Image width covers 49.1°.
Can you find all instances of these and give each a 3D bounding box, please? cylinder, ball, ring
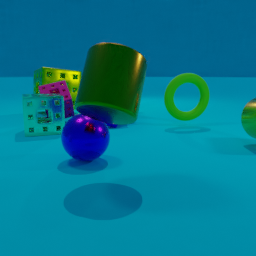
[{"bbox_3d":[-0.213,-0.553,3.700,0.823,0.823,0.823,11,-14,3],"label":"cylinder"},{"bbox_3d":[2.777,-0.179,5.346,0.898,0.898,0.898,0,3,-1],"label":"cylinder"},{"bbox_3d":[-0.696,0.150,4.620,0.797,0.797,0.797,0,11,0],"label":"ball"},{"bbox_3d":[1.576,-0.815,7.466,1.284,1.284,0.257,-3,14,-12],"label":"ring"}]

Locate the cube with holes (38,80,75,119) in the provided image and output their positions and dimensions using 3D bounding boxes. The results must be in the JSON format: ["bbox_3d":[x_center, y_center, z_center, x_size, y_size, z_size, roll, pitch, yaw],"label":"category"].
[{"bbox_3d":[-2.050,-0.763,8.081,0.768,0.768,0.768,-17,57,-15],"label":"cube with holes"}]

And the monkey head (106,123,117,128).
[{"bbox_3d":[-0.431,-0.355,7.775,1.343,0.966,0.809,14,-25,-7],"label":"monkey head"}]

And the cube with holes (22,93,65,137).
[{"bbox_3d":[-2.078,-0.353,6.860,0.910,0.910,0.910,-4,12,-20],"label":"cube with holes"}]

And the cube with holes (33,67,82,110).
[{"bbox_3d":[-2.596,-1.380,10.175,1.367,1.367,1.367,0,4,-30],"label":"cube with holes"}]
